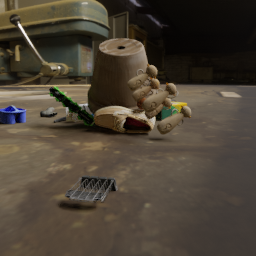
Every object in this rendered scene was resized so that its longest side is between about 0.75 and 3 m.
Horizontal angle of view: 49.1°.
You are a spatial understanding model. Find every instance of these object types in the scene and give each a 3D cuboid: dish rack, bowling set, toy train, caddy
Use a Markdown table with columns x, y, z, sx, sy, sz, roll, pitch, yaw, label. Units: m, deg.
| x | y | z | sx | sy | sz | roll | pitch | yaw | label |
| --- | --- | --- | --- | --- | --- | --- | --- | --- | --- |
| -0.610 | 1.052 | 4.685 | 0.696 | 0.248 | 0.908 | 1 | 13 | 13 | dish rack |
| 0.854 | -1.041 | 9.006 | 1.204 | 2.242 | 1.561 | -36 | 22 | -1 | bowling set |
| -2.136 | -0.846 | 10.816 | 2.205 | 0.460 | 0.622 | 39 | 4 | 8 | toy train |
| -4.870 | -0.602 | 11.802 | 0.953 | 0.707 | 1.348 | -12 | 16 | -42 | caddy |

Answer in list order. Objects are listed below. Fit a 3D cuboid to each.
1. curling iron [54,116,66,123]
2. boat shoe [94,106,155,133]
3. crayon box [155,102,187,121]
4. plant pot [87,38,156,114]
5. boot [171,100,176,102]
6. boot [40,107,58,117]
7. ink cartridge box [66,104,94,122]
| x | y | z | sx | sy | sz | roll | pitch | yaw | label |
| --- | --- | --- | --- | --- | --- | --- | --- | --- | --- |
| -2.598 | -0.441 | 12.262 | 0.399 | 0.206 | 1.610 | 9 | 14 | 36 | curling iron |
| -0.160 | -0.229 | 9.614 | 2.178 | 0.803 | 0.753 | 1 | 35 | 7 | boat shoe |
| 1.718 | -0.886 | 13.406 | 1.547 | 0.635 | 2.461 | 10 | 15 | 42 | crayon box |
| -0.260 | -1.943 | 10.555 | 2.742 | 2.379 | 2.742 | -1 | 37 | 1 | plant pot |
| 1.880 | -1.233 | 15.721 | 1.042 | 0.552 | 1.582 | -13 | 6 | -37 | boot |
| -3.679 | -0.717 | 13.511 | 0.678 | 0.351 | 1.037 | 9 | 21 | 17 | boot |
| -2.034 | -0.641 | 12.003 | 1.206 | 0.699 | 0.409 | -10 | 15 | -39 | ink cartridge box |
